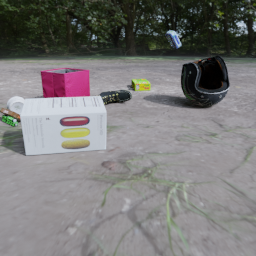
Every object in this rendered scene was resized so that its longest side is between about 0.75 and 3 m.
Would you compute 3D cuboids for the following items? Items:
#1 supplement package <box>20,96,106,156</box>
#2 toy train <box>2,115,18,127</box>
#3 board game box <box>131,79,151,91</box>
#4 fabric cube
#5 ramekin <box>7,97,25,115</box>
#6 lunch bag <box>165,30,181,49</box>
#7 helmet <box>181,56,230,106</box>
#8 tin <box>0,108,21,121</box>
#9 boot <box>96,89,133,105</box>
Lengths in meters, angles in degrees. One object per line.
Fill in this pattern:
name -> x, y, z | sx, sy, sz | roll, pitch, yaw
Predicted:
supplement package -> -2.056, -0.130, 9.244 | 2.549, 1.450, 1.396 | -4, 28, -12
toy train -> -5.006, -0.332, 11.854 | 1.174, 0.331, 0.245 | 16, 24, 41
board game box -> 0.884, -3.055, 19.695 | 1.067, 0.500, 2.101 | -2, 19, -6
fabric cube -> -3.258, -2.121, 14.803 | 1.865, 1.859, 1.830 | 12, 23, 32
ramekin -> -5.179, -0.999, 13.099 | 0.882, 0.882, 0.411 | -10, 33, -27
lunch bag -> 2.171, -4.226, 13.380 | 0.348, 0.844, 0.679 | -39, 35, -4
helmet -> 3.970, -2.336, 14.566 | 2.538, 2.420, 2.538 | -13, 9, 2
tin -> -5.037, -0.579, 12.144 | 1.212, 0.254, 0.678 | 16, -20, 31
boot -> -0.900, -1.564, 14.970 | 1.998, 0.721, 1.509 | 2, 20, 24
